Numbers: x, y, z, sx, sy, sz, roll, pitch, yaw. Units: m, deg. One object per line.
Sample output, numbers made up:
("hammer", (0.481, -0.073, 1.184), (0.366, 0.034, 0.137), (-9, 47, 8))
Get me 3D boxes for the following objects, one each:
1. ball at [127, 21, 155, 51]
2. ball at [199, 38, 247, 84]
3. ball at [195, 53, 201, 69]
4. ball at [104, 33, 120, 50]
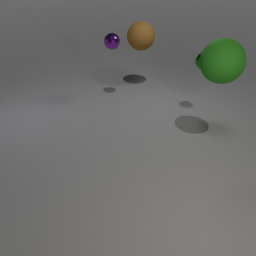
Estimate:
("ball", (0.649, -4.569, 13.927), (1.400, 1.400, 1.400), (0, 30, 0))
("ball", (2.950, -2.085, 8.748), (1.400, 1.400, 1.400), (0, 30, 0))
("ball", (3.017, -2.646, 11.073), (0.700, 0.700, 0.700), (0, 30, 0))
("ball", (-0.706, -3.806, 12.299), (0.700, 0.700, 0.700), (0, 30, 0))
